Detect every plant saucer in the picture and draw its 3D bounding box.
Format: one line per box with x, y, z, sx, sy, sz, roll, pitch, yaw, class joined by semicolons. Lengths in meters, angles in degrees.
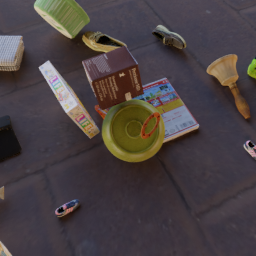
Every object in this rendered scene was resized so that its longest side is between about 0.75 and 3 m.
0.211;0.057;9.403;2.168;0.337;2.168;0;83;-4;plant saucer

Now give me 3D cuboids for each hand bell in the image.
4.053;-1.455;10.626;1.237;1.237;2.376;-16;71;-10;hand bell

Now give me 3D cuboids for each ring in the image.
0.741;-0.063;8.862;0.092;0.957;0.957;32;63;28;ring

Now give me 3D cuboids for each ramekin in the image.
-2.844;-4.869;11.883;2.254;2.254;1.101;37;90;21;ramekin

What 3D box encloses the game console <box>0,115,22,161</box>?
-4.748;0.467;9.792;1.667;0.970;1.466;-24;31;-15;game console

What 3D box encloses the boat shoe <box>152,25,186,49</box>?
1.767;-3.889;12.265;0.571;0.620;1.736;-40;63;-14;boat shoe

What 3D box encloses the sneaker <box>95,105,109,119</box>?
-0.820;-0.480;10.027;0.485;0.513;1.330;-12;33;-30;sneaker

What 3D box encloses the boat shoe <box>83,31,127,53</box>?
-0.995;-3.691;12.029;2.305;0.725;0.841;35;64;19;boat shoe

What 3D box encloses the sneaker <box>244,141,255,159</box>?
4.315;0.787;9.478;0.300;0.350;0.854;-35;64;-19;sneaker

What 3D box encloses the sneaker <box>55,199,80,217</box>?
-1.828;2.408;8.488;0.792;0.325;0.278;-32;64;-18;sneaker

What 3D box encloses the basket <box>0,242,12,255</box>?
-4.135;3.781;6.517;1.923;2.437;2.764;20;45;27;basket

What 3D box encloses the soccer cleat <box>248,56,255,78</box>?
5.807;-3.086;11.427;0.924;1.109;2.736;33;64;19;soccer cleat

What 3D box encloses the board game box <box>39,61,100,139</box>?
-1.990;-0.971;9.532;0.432;1.695;2.521;-36;56;-2;board game box

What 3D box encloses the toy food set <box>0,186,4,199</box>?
-5.020;2.381;7.897;2.664;0.420;1.693;14;66;-32;toy food set

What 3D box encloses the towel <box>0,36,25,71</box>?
-5.133;-3.100;11.715;1.333;0.689;1.610;1;60;2;towel

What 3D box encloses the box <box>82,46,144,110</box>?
-0.464;-1.562;8.748;1.476;1.224;1.212;-22;46;-5;box

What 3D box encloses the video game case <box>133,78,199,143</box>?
1.241;-0.689;10.465;1.775;0.217;2.483;-21;61;-12;video game case
